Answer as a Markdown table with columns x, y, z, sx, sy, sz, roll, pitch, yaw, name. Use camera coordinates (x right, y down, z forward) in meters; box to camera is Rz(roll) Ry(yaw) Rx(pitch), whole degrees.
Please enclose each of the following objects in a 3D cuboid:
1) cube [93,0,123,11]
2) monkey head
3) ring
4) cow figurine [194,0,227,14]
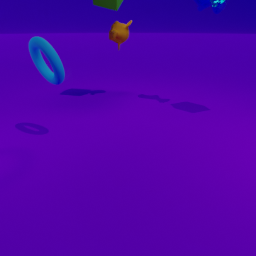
| x | y | z | sx | sy | sz | roll | pitch | yaw | name |
| --- | --- | --- | --- | --- | --- | --- | --- | --- | --- |
| -0.671 | -4.972 | 9.996 | 0.958 | 0.958 | 0.958 | 18 | 62 | 9 | cube |
| -0.320 | -3.670 | 10.993 | 0.777 | 1.289 | 0.928 | 17 | 31 | -20 | monkey head |
| -2.035 | -1.661 | 7.003 | 0.253 | 1.267 | 1.267 | -38 | 38 | -27 | ring |
| 2.615 | -4.288 | 9.179 | 0.690 | 1.256 | 1.236 | -47 | 12 | -2 | cow figurine |
